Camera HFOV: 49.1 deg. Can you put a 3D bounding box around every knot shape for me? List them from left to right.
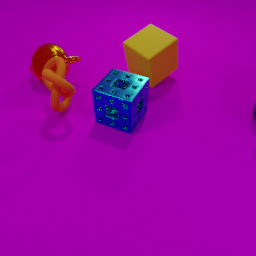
[{"bbox_3d":[-1.915,-1.213,7.690,0.710,1.536,1.438,-17,8,-15],"label":"knot shape"}]

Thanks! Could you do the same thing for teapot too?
[{"bbox_3d":[-2.505,-2.064,9.166,2.090,1.300,1.023,-9,5,18],"label":"teapot"}]

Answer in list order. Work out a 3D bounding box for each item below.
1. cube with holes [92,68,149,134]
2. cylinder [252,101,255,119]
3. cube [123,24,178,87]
[{"bbox_3d":[-0.179,-0.761,7.779,1.143,1.143,1.143,19,47,18],"label":"cube with holes"},{"bbox_3d":[4.145,-0.782,7.622,1.174,1.174,1.174,1,32,-1],"label":"cylinder"},{"bbox_3d":[0.757,-2.336,9.069,1.233,1.233,1.233,-38,57,-16],"label":"cube"}]
